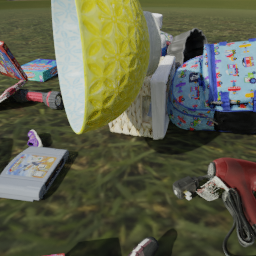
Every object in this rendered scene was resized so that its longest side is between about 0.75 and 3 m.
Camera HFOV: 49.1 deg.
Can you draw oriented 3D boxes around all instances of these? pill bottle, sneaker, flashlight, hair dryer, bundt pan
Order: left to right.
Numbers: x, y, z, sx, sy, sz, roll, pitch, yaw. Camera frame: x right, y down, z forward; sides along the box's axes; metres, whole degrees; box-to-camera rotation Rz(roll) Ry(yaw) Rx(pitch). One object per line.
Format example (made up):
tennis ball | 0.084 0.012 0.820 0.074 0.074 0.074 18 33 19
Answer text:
sneaker | -2.545 0.318 7.472 0.340 0.329 0.816 -21 35 -24
flashlight | -3.121 -1.033 9.717 1.850 0.626 0.629 8 68 19
sneaker | 0.198 2.240 3.751 0.855 0.560 1.481 25 47 30
pill bottle | 0.593 -2.651 10.310 1.591 2.834 1.591 0 29 0
bundt pan | 2.188 -2.368 10.448 0.937 2.497 2.497 4 25 37
hair dryer | 2.232 1.375 5.433 2.491 0.677 1.897 -23 53 -29

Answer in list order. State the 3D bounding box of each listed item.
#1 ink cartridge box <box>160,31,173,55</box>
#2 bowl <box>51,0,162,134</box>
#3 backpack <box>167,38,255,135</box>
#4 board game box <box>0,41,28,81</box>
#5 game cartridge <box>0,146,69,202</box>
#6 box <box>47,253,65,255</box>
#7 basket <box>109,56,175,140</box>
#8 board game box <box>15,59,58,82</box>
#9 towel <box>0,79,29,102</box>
ink cartridge box | 1.201 -3.665 12.128 1.340 0.619 2.460 21 33 -2
bowl | -0.322 -1.296 4.510 1.426 2.649 2.649 -8 29 -19
backpack | 2.438 -1.168 8.091 2.754 1.852 2.514 2 61 19
board game box | -3.657 -1.990 8.177 0.901 1.750 0.170 17 70 9
game cartridge | -2.145 0.950 6.309 1.112 0.347 1.670 8 29 6
box | -1.056 2.355 3.173 0.742 0.775 1.555 -5 28 -8
basket | 0.483 -1.044 8.458 1.634 1.796 2.649 4 28 13
board game box | -4.027 -2.709 12.945 1.528 0.452 2.009 8 29 15
towel | -4.269 -1.183 9.775 1.215 0.192 1.687 -28 23 20
